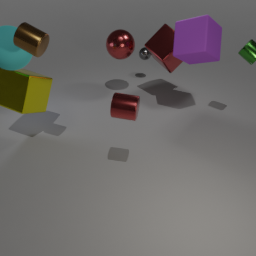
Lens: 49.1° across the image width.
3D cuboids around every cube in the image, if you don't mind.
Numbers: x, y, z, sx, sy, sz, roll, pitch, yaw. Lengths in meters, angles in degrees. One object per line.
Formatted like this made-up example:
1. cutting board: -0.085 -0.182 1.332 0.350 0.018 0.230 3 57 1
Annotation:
1. cube: 1.913 -3.771 13.389 1.400 1.400 1.400 50 9 27
2. cube: 2.782 -3.452 11.175 1.400 1.400 1.400 3 -2 40
3. cube: -3.936 -1.421 10.566 1.400 1.400 1.400 19 12 17

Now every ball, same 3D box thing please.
1. ball: -0.364 -4.012 13.487 1.400 1.400 1.400 0 32 0
2. ball: 0.957 -4.175 15.750 0.700 0.700 0.700 0 32 0
3. ball: -3.817 -2.579 9.069 1.400 1.400 1.400 0 32 0

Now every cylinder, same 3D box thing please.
1. cylinder: -2.628 -2.403 7.654 0.700 0.700 0.700 28 34 -2
2. cylinder: 4.741 -2.912 10.750 0.700 0.700 0.700 45 45 7
3. cylinder: -0.072 -0.587 7.731 0.700 0.700 0.700 9 33 7
